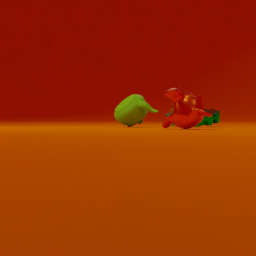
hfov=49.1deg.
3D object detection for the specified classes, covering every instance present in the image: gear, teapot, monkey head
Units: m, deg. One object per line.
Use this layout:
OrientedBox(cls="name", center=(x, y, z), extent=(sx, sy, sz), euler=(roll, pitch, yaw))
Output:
OrientedBox(cls="gear", center=(2.501, -0.419, 10.765), extent=(1.984, 0.367, 1.984), euler=(-5, 12, 1))
OrientedBox(cls="teapot", center=(0.224, -0.579, 10.203), extent=(2.048, 1.003, 1.273), euler=(-18, 28, 50))
OrientedBox(cls="monkey head", center=(1.393, -0.482, 7.194), extent=(1.083, 0.907, 1.505), euler=(24, -27, -36))
